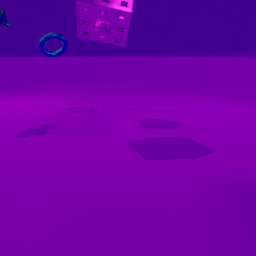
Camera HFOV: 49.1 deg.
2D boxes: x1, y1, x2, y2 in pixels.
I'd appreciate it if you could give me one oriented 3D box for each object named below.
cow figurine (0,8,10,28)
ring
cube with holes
[{"bbox_3d":[-4.042,-3.109,8.084,0.636,1.158,1.140,15,-21,20],"label":"cow figurine"},{"bbox_3d":[-2.870,-3.181,10.816,1.127,1.127,0.225,-8,59,-25],"label":"ring"},{"bbox_3d":[-0.498,-2.915,6.692,1.209,1.209,1.209,11,-21,-4],"label":"cube with holes"}]
